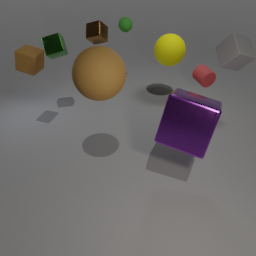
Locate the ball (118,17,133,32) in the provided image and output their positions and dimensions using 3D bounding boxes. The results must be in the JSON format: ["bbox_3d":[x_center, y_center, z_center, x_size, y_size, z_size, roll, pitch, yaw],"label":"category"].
[{"bbox_3d":[-0.121,-5.089,13.786,0.700,0.700,0.700,0,32,0],"label":"ball"}]

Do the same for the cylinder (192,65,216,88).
[{"bbox_3d":[3.119,-2.135,11.492,0.700,0.700,0.700,-13,44,-20],"label":"cylinder"}]

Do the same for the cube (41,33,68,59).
[{"bbox_3d":[-2.764,-3.088,10.603,0.700,0.700,0.700,-16,3,3],"label":"cube"}]

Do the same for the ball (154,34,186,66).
[{"bbox_3d":[1.869,-3.490,12.553,1.400,1.400,1.400,0,32,0],"label":"ball"}]

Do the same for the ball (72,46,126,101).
[{"bbox_3d":[-0.746,-1.404,7.263,1.400,1.400,1.400,0,32,0],"label":"ball"}]

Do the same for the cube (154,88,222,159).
[{"bbox_3d":[1.729,-0.190,7.935,1.400,1.400,1.400,20,20,13],"label":"cube"}]

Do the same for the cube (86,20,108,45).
[{"bbox_3d":[-1.329,-4.088,12.026,0.700,0.700,0.700,-3,-8,26],"label":"cube"}]

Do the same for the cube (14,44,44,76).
[{"bbox_3d":[-3.308,-2.296,9.448,0.700,0.700,0.700,18,38,6],"label":"cube"}]

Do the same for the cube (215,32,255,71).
[{"bbox_3d":[3.036,-2.139,7.918,0.700,0.700,0.700,4,67,-28],"label":"cube"}]
